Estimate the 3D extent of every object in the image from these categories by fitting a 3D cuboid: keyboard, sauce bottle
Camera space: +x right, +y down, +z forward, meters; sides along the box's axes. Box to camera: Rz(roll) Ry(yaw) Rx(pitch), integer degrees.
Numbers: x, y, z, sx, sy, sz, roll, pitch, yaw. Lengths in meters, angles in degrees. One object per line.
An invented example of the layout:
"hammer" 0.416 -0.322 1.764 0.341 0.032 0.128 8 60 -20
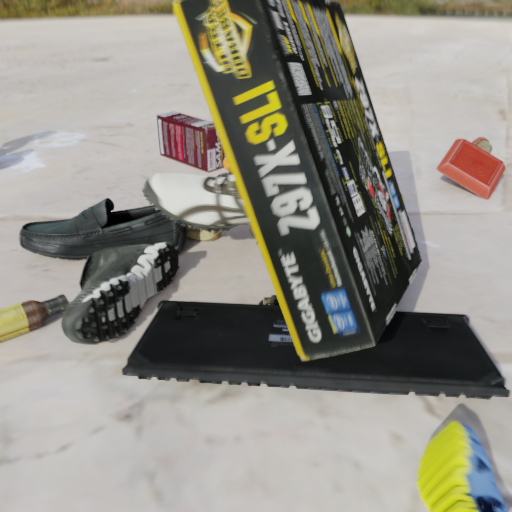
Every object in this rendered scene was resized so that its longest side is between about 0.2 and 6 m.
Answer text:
"keyboard" 0.634 1.000 6.605 3.888 0.499 2.335 3 19 4
"sauce bottle" -3.033 0.811 7.170 1.248 0.404 0.404 -18 33 -35

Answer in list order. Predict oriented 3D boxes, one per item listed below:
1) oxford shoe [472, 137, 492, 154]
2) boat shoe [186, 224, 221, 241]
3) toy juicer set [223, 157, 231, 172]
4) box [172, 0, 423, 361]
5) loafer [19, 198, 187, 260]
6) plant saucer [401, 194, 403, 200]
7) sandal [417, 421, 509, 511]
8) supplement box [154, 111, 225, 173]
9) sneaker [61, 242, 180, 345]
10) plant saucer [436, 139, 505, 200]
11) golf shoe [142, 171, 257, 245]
"oxford shoe" 4.836 -2.032 12.318 0.802 0.755 2.144 43 42 16
"boat shoe" -1.449 -0.656 9.680 1.732 0.559 0.617 4 29 8
"toy juicer set" -0.225 -1.615 9.899 0.617 2.266 1.442 -31 38 0
"box" 0.757 -1.108 6.396 0.909 3.686 2.943 -16 9 27
"loafer" -2.437 -0.487 8.955 2.633 0.924 0.894 -1 27 -4
"plant saucer" 2.541 -1.135 10.984 0.704 0.171 0.704 5 30 9
"sandal" 1.793 2.082 4.614 0.704 0.642 1.617 29 31 -7
"supplement box" -1.540 -2.659 12.919 1.849 1.006 0.563 26 38 38
"sneaker" -1.994 0.434 7.504 1.074 0.789 2.374 7 25 18
"plant saucer" 4.439 -1.840 11.421 1.195 0.220 1.197 34 57 10
"golf shoe" -0.296 -0.982 8.507 2.766 1.307 1.075 15 36 -5
